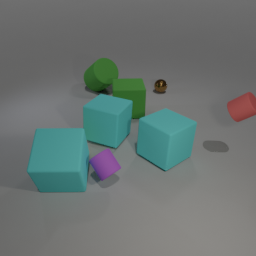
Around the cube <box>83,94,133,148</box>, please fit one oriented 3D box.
[{"bbox_3d":[-0.755,-0.306,10.616,1.400,1.400,1.400,14,30,18],"label":"cube"}]

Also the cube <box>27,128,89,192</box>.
[{"bbox_3d":[-1.946,0.954,8.180,1.400,1.400,1.400,0,55,0],"label":"cube"}]

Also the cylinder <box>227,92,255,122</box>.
[{"bbox_3d":[3.482,-0.624,8.435,0.700,0.700,0.700,-29,8,41],"label":"cylinder"}]

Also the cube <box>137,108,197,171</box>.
[{"bbox_3d":[1.296,0.342,9.591,1.400,1.400,1.400,-22,38,-38],"label":"cube"}]

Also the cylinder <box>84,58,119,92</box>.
[{"bbox_3d":[-1.412,-2.740,14.562,1.400,1.400,1.400,-21,2,-32],"label":"cylinder"}]

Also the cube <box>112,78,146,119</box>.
[{"bbox_3d":[0.014,-1.335,12.587,1.400,1.400,1.400,-2,30,-4],"label":"cube"}]

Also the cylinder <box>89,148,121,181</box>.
[{"bbox_3d":[-0.666,1.070,8.198,0.700,0.700,0.700,-28,81,-39],"label":"cylinder"}]

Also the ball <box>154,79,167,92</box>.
[{"bbox_3d":[1.730,-2.230,14.811,0.700,0.700,0.700,0,30,0],"label":"ball"}]
